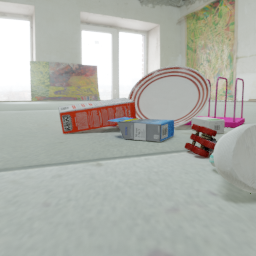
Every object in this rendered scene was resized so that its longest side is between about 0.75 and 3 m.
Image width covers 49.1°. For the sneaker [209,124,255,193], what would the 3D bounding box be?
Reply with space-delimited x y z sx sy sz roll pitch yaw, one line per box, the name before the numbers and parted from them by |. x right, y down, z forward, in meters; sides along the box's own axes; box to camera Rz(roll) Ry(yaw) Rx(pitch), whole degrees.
sneaker | 1.474 0.402 3.769 0.946 0.804 2.138 -11 -7 39

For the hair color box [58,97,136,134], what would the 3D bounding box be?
hair color box | -0.956 -0.421 8.540 2.196 0.672 1.114 -9 15 -13

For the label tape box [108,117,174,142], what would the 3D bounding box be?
label tape box | 0.344 0.017 7.280 1.467 0.464 1.058 4 8 27

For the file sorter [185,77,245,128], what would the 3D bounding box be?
file sorter | 2.886 -1.041 10.669 2.765 1.734 1.921 4 8 30

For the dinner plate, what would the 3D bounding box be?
dinner plate | 1.378 -1.067 9.747 2.885 2.885 0.350 3 -33 23

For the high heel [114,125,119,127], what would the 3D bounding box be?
high heel | -0.373 -0.256 9.378 1.350 0.455 0.649 7 -1 24

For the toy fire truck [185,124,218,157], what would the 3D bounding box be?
toy fire truck | 1.566 0.293 5.268 0.769 0.514 0.916 17 5 -12

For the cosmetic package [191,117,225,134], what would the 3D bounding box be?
cosmetic package | 2.353 -0.082 8.319 0.526 0.415 0.978 -4 10 -18
